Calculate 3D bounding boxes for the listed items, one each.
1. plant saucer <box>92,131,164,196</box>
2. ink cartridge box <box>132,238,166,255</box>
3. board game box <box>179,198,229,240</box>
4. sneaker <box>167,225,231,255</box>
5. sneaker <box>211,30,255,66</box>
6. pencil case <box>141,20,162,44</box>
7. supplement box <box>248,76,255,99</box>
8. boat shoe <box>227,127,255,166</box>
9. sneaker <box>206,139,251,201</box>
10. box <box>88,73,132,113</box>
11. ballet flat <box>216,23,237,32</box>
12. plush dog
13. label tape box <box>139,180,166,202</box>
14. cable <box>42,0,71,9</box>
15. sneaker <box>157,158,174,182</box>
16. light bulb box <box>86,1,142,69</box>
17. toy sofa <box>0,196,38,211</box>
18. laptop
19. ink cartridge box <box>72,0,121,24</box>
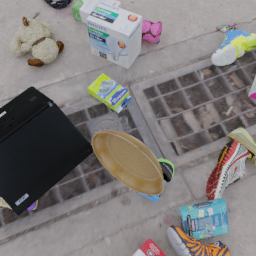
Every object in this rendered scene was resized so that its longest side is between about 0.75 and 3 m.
[{"bbox_3d":[0.047,0.823,7.134,2.218,2.218,0.393,33,58,15],"label":"plant saucer"},{"bbox_3d":[0.432,4.519,8.229,1.975,0.827,1.425,-41,71,-18],"label":"ink cartridge box"},{"bbox_3d":[2.435,2.943,8.957,1.453,0.341,1.097,-10,102,-5],"label":"board game box"},{"bbox_3d":[2.251,3.722,8.656,1.253,0.868,2.237,-35,84,-21],"label":"sneaker"},{"bbox_3d":[4.447,-3.585,12.344,2.400,0.909,1.261,-25,49,-12],"label":"sneaker"},{"bbox_3d":[0.350,-4.521,12.591,2.357,1.070,1.104,17,49,10],"label":"pencil case"},{"bbox_3d":[5.861,-2.144,11.384,1.058,1.080,2.090,25,65,11],"label":"supplement box"},{"bbox_3d":[4.452,0.900,10.098,0.653,0.757,2.074,-29,65,-5],"label":"boat shoe"},{"bbox_3d":[3.511,1.592,9.621,1.003,0.950,2.441,32,73,3],"label":"sneaker"},{"bbox_3d":[-0.728,-1.435,11.425,1.617,0.385,0.986,35,70,17],"label":"box"},{"bbox_3d":[4.623,-4.658,13.074,0.982,0.340,0.350,-12,84,-6],"label":"ballet flat"},{"bbox_3d":[-3.781,-3.641,11.994,2.170,1.741,1.864,-42,94,-18],"label":"plush dog"},{"bbox_3d":[0.875,2.025,9.748,0.717,0.315,0.994,23,66,11],"label":"label tape box"},{"bbox_3d":[-3.386,-6.712,13.994,1.408,0.439,1.726,23,65,11],"label":"cable"},{"bbox_3d":[0.487,1.222,8.089,1.726,0.662,0.723,5,55,1],"label":"sneaker"},{"bbox_3d":[-0.530,-3.843,11.722,1.952,1.969,1.229,25,66,13],"label":"light bulb box"},{"bbox_3d":[-3.631,1.274,9.621,1.436,1.219,2.943,8,64,5],"label":"toy sofa"},{"bbox_3d":[-2.906,0.409,7.944,2.570,1.498,2.900,-41,39,-17],"label":"laptop"},{"bbox_3d":[-1.438,-5.514,13.193,1.889,0.797,1.380,26,67,12],"label":"ink cartridge box"}]
